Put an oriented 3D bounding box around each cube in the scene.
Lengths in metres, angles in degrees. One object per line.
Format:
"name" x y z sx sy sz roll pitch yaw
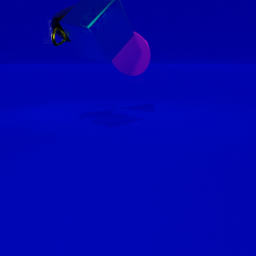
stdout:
"cube" -0.837 -2.768 7.801 1.259 1.259 1.259 25 70 37

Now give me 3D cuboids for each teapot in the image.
"teapot" -1.634 -3.172 8.641 1.268 0.999 2.039 11 49 39

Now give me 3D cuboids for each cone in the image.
"cone" 0.413 -3.105 10.871 1.665 1.665 1.672 7 33 27
